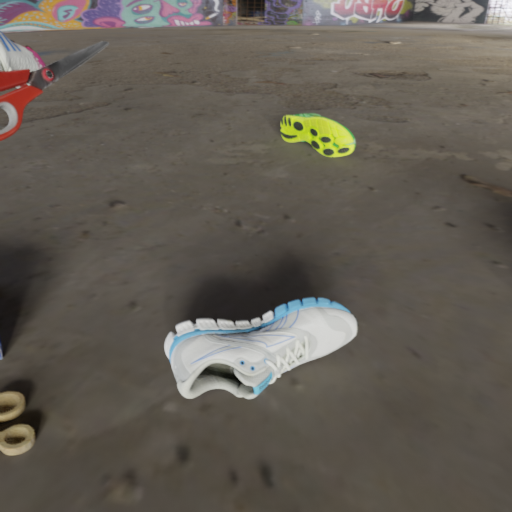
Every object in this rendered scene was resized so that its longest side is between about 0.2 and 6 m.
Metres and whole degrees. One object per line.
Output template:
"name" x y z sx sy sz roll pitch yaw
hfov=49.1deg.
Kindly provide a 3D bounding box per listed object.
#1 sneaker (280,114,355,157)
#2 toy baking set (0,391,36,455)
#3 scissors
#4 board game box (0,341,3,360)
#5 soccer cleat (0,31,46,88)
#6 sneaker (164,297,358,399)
"sneaker" 1.656 -3.204 14.205 1.062 0.941 2.542 -21 34 -28
"toy baking set" -3.376 1.860 5.064 2.183 0.331 2.844 7 28 14
"scissors" -2.322 -1.793 5.991 0.171 0.897 2.452 -13 14 36
"board game box" -4.375 0.724 6.917 2.109 0.651 2.110 -12 30 -23
"soccer cleat" -4.296 -3.210 9.329 0.867 1.071 2.481 -23 -16 9
"sneaker" 0.126 1.127 6.159 2.195 0.823 0.951 -12 35 -5
